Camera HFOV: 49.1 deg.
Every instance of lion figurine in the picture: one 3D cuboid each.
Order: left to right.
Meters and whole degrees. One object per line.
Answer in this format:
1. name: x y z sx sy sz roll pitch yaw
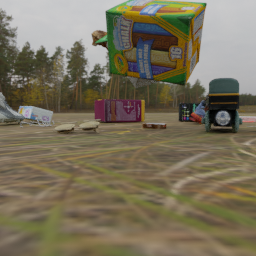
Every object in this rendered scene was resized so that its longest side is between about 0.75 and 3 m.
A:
1. lion figurine: -0.469 -3.656 12.339 2.245 0.813 1.375 13 -14 13

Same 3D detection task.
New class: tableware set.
1. tableware set: -1.398 0.023 7.818 1.259 0.252 0.832 -5 15 5

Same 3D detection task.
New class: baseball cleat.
1. baseball cleat: -5.155 -0.805 11.859 0.885 1.351 2.539 -5 2 3

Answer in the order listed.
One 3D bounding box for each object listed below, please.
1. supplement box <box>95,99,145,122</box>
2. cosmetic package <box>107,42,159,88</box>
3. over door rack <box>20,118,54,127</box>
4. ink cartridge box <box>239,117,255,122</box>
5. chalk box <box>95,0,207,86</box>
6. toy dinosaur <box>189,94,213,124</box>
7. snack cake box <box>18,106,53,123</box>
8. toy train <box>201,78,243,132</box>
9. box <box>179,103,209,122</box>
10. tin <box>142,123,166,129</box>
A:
1. supplement box: -0.438 -0.875 14.394 2.232 1.152 1.461 -2 4 -27
2. cosmetic package: 0.313 -2.634 9.860 1.258 2.355 1.062 -17 -27 -23
3. over door rack: -3.453 -0.220 10.677 1.041 0.347 0.769 1 3 10
4. ink cartridge box: 6.301 -0.475 15.094 1.100 0.276 1.268 -2 4 -44
5. chalk box: 0.476 -2.422 7.489 2.731 1.693 1.705 14 39 19
6. toy dinosaur: 3.343 -0.422 12.771 2.281 1.320 2.513 -15 -20 -42
7. snack cake box: -4.504 -0.642 13.505 1.020 0.596 1.774 18 -8 -38
8. toy train: 2.923 -0.697 8.657 1.153 1.542 2.706 2 5 18
9. box: 3.587 -0.846 15.049 1.610 1.000 1.195 1 4 18
10. tin: 0.916 -0.076 9.769 0.535 0.200 0.956 2 1 -43
